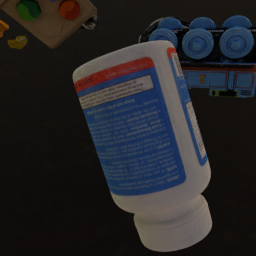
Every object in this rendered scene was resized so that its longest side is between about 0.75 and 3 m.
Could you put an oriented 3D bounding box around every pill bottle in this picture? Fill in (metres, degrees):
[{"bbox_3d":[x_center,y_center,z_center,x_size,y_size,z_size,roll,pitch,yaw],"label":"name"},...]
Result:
[{"bbox_3d":[0.275,0.248,3.669,1.361,2.425,1.361,-17,5,2],"label":"pill bottle"}]

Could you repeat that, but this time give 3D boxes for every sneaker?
[{"bbox_3d":[-0.998,-2.808,7.309,0.923,0.486,1.278,27,24,32],"label":"sneaker"}]

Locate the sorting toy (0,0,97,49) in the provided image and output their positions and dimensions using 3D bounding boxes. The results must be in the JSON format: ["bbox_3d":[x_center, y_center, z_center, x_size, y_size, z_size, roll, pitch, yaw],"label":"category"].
[{"bbox_3d":[-1.950,-2.390,6.158,2.146,1.599,0.287,-33,51,22],"label":"sorting toy"}]

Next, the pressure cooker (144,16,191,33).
[{"bbox_3d":[1.166,-1.910,7.259,1.793,1.765,2.007,15,22,-1],"label":"pressure cooker"}]

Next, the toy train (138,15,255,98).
[{"bbox_3d":[1.429,-1.392,5.603,2.474,1.414,1.073,5,37,18],"label":"toy train"}]
